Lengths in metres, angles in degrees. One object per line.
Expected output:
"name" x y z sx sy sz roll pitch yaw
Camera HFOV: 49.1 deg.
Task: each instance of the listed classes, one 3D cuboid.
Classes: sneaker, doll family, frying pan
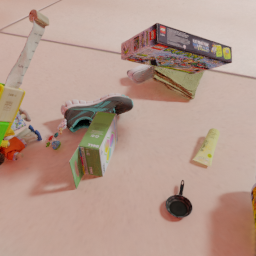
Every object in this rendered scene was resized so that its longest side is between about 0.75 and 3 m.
"sneaker" 0.707 -1.989 9.595 1.516 0.579 0.610 -17 34 -20
"doll family" -3.515 -0.106 6.918 2.562 1.154 1.590 28 48 28
"sneaker" -0.791 -0.333 7.642 2.004 0.778 0.914 -12 54 -4
"frying pan" 1.015 1.494 5.854 0.549 0.148 0.907 -4 39 -6

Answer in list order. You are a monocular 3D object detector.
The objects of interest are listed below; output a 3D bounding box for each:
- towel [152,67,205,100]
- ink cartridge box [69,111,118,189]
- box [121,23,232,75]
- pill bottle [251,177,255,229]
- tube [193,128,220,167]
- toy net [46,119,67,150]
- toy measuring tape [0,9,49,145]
"towel" 1.700 -1.878 9.177 1.571 0.386 2.117 31 49 -2
"ink cartridge box" -0.709 0.493 6.427 0.512 0.897 1.728 9 42 12
"box" 1.062 -1.605 5.995 2.160 0.375 1.189 3 -5 -34
"pill bottle" 2.822 1.567 5.136 0.974 0.974 1.782 8 41 9
"tube" 2.002 0.471 6.949 0.331 0.296 1.141 -16 29 46
"toy net" -1.789 0.159 7.197 0.440 0.162 0.838 -1 57 44
"toy measuring tape" -2.231 -0.704 4.634 1.017 2.765 1.017 25 7 -3
